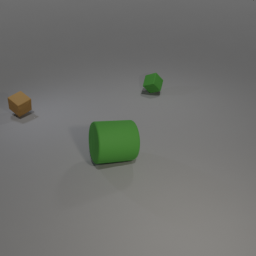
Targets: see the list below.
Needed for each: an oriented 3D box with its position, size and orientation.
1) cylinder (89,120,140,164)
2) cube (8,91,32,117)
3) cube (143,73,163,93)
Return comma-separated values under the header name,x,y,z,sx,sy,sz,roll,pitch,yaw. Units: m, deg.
name,x,y,z,sx,sy,sz,roll,pitch,yaw
cylinder,-0.494,0.451,9.475,1.400,1.400,1.400,-3,30,-21
cube,-4.764,-1.066,12.352,0.700,0.700,0.700,35,49,16
cube,1.292,-2.310,14.427,0.700,0.700,0.700,-7,58,40
